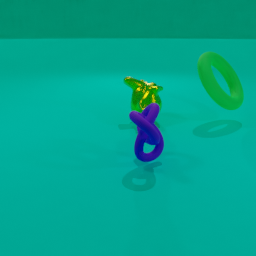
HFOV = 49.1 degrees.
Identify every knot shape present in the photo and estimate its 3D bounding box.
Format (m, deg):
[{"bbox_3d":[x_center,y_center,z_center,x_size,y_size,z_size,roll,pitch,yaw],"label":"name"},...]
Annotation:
[{"bbox_3d":[0.360,0.120,5.056,0.504,1.021,1.091,-6,15,12],"label":"knot shape"}]

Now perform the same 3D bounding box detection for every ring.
[{"bbox_3d":[2.429,-1.238,7.296,1.690,1.690,0.338,-22,-8,-47],"label":"ring"}]

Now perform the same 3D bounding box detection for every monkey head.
[{"bbox_3d":[0.328,-0.764,7.425,1.200,1.005,1.668,20,0,-6],"label":"monkey head"}]
